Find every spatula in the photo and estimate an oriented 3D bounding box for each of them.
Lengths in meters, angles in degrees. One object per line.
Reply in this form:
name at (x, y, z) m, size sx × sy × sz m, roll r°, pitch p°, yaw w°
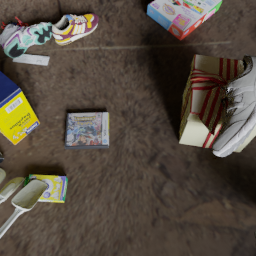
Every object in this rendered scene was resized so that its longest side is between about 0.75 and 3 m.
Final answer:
spatula at (-3.389, 2.058, 6.744) m, size 1.846 × 0.213 × 2.655 m, roll 17°, pitch 40°, yaw 15°

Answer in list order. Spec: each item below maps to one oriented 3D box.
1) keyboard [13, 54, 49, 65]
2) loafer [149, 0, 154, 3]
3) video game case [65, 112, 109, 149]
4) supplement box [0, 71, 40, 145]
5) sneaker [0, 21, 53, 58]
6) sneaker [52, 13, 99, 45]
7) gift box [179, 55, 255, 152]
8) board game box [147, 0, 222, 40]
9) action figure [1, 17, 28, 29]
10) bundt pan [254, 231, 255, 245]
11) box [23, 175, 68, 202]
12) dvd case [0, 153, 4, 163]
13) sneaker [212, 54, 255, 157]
keyboard at (-3.367, -2.389, 9.736) m, size 1.236 × 0.066 × 0.348 m, roll 7°, pitch 64°, yaw 4°
loafer at (1.007, -5.009, 10.949) m, size 0.301 × 0.295 × 0.826 m, roll -37°, pitch 86°, yaw -20°
video game case at (-1.220, 0.066, 8.436) m, size 1.290 × 0.165 × 1.166 m, roll -2°, pitch 64°, yaw -1°
supplement box at (-3.378, -0.522, 7.774) m, size 1.008 × 1.851 × 1.014 m, roll 37°, pitch 68°, yaw 18°
sneaker at (-3.714, -3.414, 9.874) m, size 1.944 × 0.756 × 1.360 m, roll -37°, pitch 66°, yaw -22°
sneaker at (-1.830, -3.705, 9.962) m, size 1.867 × 0.841 × 0.700 m, roll -39°, pitch 70°, yaw -18°
gift box at (2.595, -0.527, 7.608) m, size 2.148 × 2.173 × 2.327 m, roll 4°, pitch 62°, yaw 2°
board game box at (2.115, -4.532, 10.509) m, size 2.287 × 0.461 × 1.750 m, roll -41°, pitch 75°, yaw -19°
action figure at (-4.174, -3.866, 10.279) m, size 0.951 × 0.471 × 0.310 m, roll -1°, pitch 64°, yaw -3°
bundt pan at (4.036, 2.592, 5.910) m, size 2.406 × 0.903 × 2.406 m, roll 15°, pitch 22°, yaw -6°
box at (-2.278, 1.626, 7.588) m, size 1.171 × 0.283 × 0.687 m, roll 1°, pitch 63°, yaw 2°
dvd case at (-4.433, 0.201, 7.650) m, size 1.920 × 1.443 × 0.237 m, roll 44°, pitch 97°, yaw 19°
sneaker at (2.466, -0.524, 6.263) m, size 1.056 × 0.962 × 2.575 m, roll 30°, pitch 76°, yaw 21°
